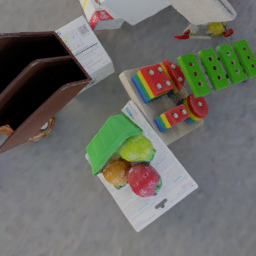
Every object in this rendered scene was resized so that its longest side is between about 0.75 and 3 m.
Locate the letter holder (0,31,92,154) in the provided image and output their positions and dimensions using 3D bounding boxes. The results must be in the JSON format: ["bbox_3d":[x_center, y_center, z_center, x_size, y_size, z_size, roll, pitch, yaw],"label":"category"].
[{"bbox_3d":[-2.419,-0.592,5.819,2.667,1.896,1.341,-37,91,27],"label":"letter holder"}]

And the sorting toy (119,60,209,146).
[{"bbox_3d":[1.201,-0.877,7.734,2.196,0.769,2.210,-24,83,-44],"label":"sorting toy"}]

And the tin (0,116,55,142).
[{"bbox_3d":[-3.519,-0.562,8.480,2.682,0.561,1.501,24,89,2],"label":"tin"}]

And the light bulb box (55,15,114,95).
[{"bbox_3d":[-1.523,-2.079,8.351,1.633,1.028,1.648,-31,84,-2],"label":"light bulb box"}]

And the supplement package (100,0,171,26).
[{"bbox_3d":[0.132,-4.663,7.873,1.617,1.597,2.666,-18,74,33],"label":"supplement package"}]

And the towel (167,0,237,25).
[{"bbox_3d":[1.392,-3.074,6.411,2.098,1.390,0.362,29,91,-29],"label":"towel"}]

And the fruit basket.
[{"bbox_3d":[0.210,1.066,7.570,2.750,1.289,2.547,49,125,13],"label":"fruit basket"}]

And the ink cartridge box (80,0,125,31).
[{"bbox_3d":[-0.821,-3.767,8.556,1.016,0.584,1.400,-20,83,-30],"label":"ink cartridge box"}]

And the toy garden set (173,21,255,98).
[{"bbox_3d":[2.415,-2.186,8.217,2.686,0.536,2.239,-20,83,-27],"label":"toy garden set"}]
